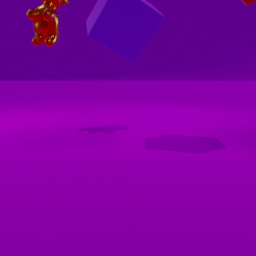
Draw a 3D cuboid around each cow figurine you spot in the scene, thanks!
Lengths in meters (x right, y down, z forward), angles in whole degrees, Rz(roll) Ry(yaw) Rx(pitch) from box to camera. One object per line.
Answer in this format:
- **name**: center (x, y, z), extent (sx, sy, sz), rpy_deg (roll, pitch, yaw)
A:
- **cow figurine**: center (-2.426, -3.404, 8.639), extent (0.929, 1.692, 1.665), rpy_deg (5, 29, 7)

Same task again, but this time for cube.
- **cube**: center (-0.132, -2.608, 6.752), extent (1.286, 1.286, 1.286), rpy_deg (25, 26, -25)

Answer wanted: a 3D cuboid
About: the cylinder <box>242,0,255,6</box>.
- **cylinder**: center (2.749, -3.398, 6.073), extent (1.015, 1.015, 1.015), rpy_deg (-36, -9, 30)
